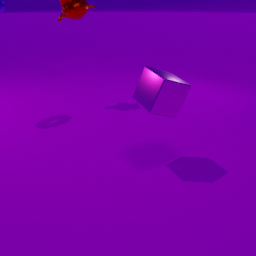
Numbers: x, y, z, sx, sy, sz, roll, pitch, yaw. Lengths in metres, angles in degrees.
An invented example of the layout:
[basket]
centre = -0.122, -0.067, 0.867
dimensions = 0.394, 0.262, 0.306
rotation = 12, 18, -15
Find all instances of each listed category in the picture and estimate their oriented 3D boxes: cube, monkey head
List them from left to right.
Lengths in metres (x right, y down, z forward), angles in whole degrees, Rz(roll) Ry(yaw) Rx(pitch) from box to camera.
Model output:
[monkey head]
centre = -1.689, -3.790, 8.634
dimensions = 1.326, 0.799, 0.954
rotation = -27, 41, -13
[cube]
centre = 0.648, -0.706, 5.522
dimensions = 0.717, 0.717, 0.717
rotation = 7, 26, -36

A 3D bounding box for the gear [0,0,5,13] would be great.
[gear]
centre = -3.853, -3.353, 7.357
dimensions = 1.138, 0.211, 1.138
rotation = 16, 50, -20
